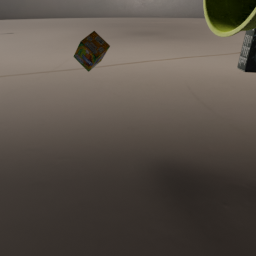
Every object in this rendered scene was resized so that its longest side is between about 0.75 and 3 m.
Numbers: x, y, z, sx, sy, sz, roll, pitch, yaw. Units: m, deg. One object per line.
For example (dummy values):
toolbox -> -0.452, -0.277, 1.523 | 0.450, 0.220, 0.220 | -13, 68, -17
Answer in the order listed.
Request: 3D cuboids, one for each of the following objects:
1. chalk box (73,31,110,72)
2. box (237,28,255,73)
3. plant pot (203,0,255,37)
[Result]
chalk box -> -0.877, -1.718, 6.499 | 0.521, 0.834, 0.517 | 43, 59, -4
box -> 3.845, -2.410, 7.292 | 1.534, 1.914, 0.417 | 1, 26, -11
plant pot -> 3.074, -2.966, 5.693 | 2.160, 2.274, 2.274 | -1, 25, -15
